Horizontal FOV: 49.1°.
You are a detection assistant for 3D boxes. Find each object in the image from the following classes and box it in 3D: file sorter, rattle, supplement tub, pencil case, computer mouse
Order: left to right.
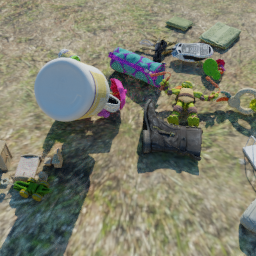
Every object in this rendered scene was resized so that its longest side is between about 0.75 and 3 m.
[{"bbox_3d":[-2.498,-2.933,11.916,0.643,0.643,0.885,-34,55,-28],"label":"supplement tub"},{"bbox_3d":[-1.431,-1.042,7.895,1.596,1.596,2.195,10,7,10],"label":"supplement tub"},{"bbox_3d":[0.376,-2.457,11.198,2.298,0.978,1.062,27,14,25],"label":"pencil case"},{"bbox_3d":[2.398,-3.254,12.291,2.538,0.557,1.392,7,54,8],"label":"computer mouse"},{"bbox_3d":[4.089,-1.108,10.164,1.512,0.984,1.080,6,39,30],"label":"rattle"},{"bbox_3d":[4.289,0.604,8.466,1.183,0.736,0.821,-10,47,-9],"label":"file sorter"}]

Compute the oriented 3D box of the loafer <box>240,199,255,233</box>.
[{"bbox_3d":[3.668,1.949,7.266,0.675,0.676,1.933,38,65,26],"label":"loafer"}]

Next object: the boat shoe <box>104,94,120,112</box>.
[{"bbox_3d":[-0.984,-1.078,9.235,1.593,0.521,0.586,21,63,-5],"label":"boat shoe"}]

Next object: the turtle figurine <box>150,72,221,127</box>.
[{"bbox_3d":[1.917,-1.007,9.944,2.607,0.840,2.102,14,55,2],"label":"turtle figurine"}]

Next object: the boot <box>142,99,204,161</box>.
[{"bbox_3d":[1.438,0.048,9.060,1.930,0.768,2.217,3,56,2],"label":"boot"}]

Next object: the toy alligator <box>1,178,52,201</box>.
[{"bbox_3d":[-2.763,1.663,7.722,1.557,0.374,0.516,10,47,17],"label":"toy alligator"}]

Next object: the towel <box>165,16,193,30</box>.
[{"bbox_3d":[2.685,-5.497,14.670,1.254,0.229,0.930,28,51,25],"label":"towel"}]

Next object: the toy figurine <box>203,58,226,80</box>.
[{"bbox_3d":[3.745,-2.516,11.618,0.891,0.727,0.968,-23,72,-33],"label":"toy figurine"}]

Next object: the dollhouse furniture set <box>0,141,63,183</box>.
[{"bbox_3d":[-2.884,0.989,8.061,1.769,0.783,0.917,2,46,1],"label":"dollhouse furniture set"}]

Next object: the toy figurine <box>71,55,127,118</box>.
[{"bbox_3d":[-1.181,-1.101,9.759,2.184,1.781,2.373,19,71,5],"label":"toy figurine"}]

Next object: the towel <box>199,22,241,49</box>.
[{"bbox_3d":[4.530,-4.540,13.655,1.474,0.362,1.987,32,54,26],"label":"towel"}]

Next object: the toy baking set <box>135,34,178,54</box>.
[{"bbox_3d":[1.415,-3.901,13.167,2.039,0.237,1.565,-32,51,-27],"label":"toy baking set"}]
